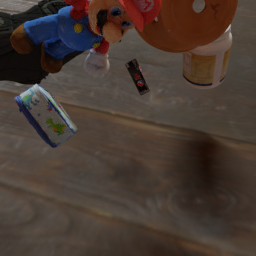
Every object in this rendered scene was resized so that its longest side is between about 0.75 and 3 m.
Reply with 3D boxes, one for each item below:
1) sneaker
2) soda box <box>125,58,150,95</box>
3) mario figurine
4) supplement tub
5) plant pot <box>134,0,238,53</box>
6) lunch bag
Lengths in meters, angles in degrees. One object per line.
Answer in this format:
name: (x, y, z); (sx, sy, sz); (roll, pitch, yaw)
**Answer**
sneaker: (-1.259, -1.204, 4.102); (2.345, 1.064, 0.890); (-14, 52, -14)
soda box: (0.242, -1.223, 6.701); (0.267, 0.844, 0.299); (-24, 12, 13)
mario figurine: (-0.460, -1.017, 2.963); (1.742, 0.923, 1.075); (-15, 6, 32)
supplement tub: (1.897, -1.831, 6.814); (1.103, 1.527, 1.103); (-4, 50, 5)
plant pot: (1.007, -2.171, 4.870); (1.847, 1.847, 1.293); (-6, 26, -6)
lunch bag: (-0.825, -0.124, 2.909); (0.329, 0.640, 0.797); (-36, 7, -6)
